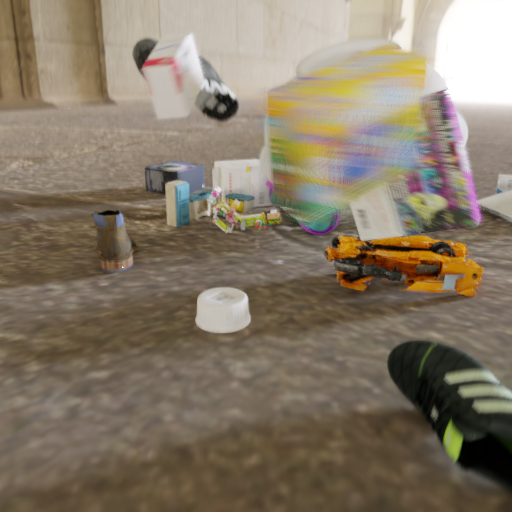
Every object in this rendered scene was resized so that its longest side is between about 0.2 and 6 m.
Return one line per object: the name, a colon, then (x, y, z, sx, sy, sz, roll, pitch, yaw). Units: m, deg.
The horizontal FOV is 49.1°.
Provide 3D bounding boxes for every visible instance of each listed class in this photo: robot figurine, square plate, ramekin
robot figurine: (2.227, 0.123, 8.811, 2.310, 0.672, 1.675, 3, 20, 6)
square plate: (6.136, -1.079, 12.294, 1.876, 0.267, 1.858, -15, 24, -11)
ramekin: (-0.454, 0.718, 7.626, 0.752, 0.366, 0.752, 0, 20, 0)

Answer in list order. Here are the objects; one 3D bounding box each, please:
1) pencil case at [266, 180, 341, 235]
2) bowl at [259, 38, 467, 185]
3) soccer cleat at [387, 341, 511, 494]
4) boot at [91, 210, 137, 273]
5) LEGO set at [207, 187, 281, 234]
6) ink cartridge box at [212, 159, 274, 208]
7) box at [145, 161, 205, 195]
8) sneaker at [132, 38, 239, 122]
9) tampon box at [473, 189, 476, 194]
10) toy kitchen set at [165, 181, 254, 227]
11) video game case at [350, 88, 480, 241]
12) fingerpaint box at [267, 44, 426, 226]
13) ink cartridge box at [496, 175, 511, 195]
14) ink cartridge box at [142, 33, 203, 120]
pencil case: (0.980, -1.182, 11.994, 1.010, 0.930, 2.185, 17, 13, -22)
bowl: (1.762, -2.745, 10.073, 3.832, 1.722, 3.832, -10, 36, 8)
soccer cleat: (1.899, 1.436, 5.077, 0.911, 0.759, 2.248, -5, 23, -31)
boot: (-2.536, -0.488, 10.034, 0.749, 0.971, 2.004, -6, 21, -16)
LEGO set: (-0.306, -0.756, 11.408, 1.582, 0.727, 0.589, 23, 37, -4)
ink cartridge box: (-0.324, -1.734, 13.386, 1.564, 1.005, 0.979, -5, 20, -17)
box: (-2.124, -2.050, 14.738, 1.125, 0.699, 1.134, 13, 24, 28)
sneaker: (-1.522, -3.746, 11.495, 2.699, 0.897, 1.221, 19, 38, -49)
tampon box: (4.098, -1.221, 12.339, 0.909, 0.766, 1.213, -2, 20, -6)
toy kitchen set: (-0.960, -1.179, 12.019, 1.243, 0.914, 1.551, 12, 24, 30)
video game case: (1.771, -1.032, 6.809, 1.498, 1.653, 0.296, -8, 25, 34)
fingerpaint box: (0.809, -1.072, 4.938, 1.359, 1.134, 0.499, -28, 46, -24)
ink cartridge box: (6.338, -1.632, 13.696, 0.836, 0.612, 0.359, 8, 21, 20)
ink cartridge box: (-1.375, -3.047, 9.462, 0.558, 0.961, 1.303, -1, 44, 14)
